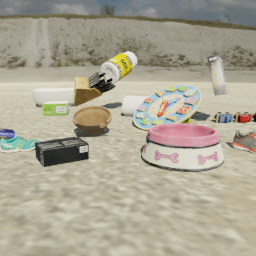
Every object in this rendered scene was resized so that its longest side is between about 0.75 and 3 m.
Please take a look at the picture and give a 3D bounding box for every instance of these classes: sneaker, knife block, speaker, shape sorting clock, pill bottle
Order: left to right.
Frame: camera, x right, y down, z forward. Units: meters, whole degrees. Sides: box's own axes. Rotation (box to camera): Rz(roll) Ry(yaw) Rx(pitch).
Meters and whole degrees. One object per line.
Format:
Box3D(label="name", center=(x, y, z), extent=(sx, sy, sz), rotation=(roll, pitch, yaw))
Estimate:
Box3D(label="sneaker", center=(-3.119, 0.446, 8.123), extent=(1.121, 0.446, 0.434), rotation=(-6, 18, -29))
Box3D(label="knife block", center=(-0.930, -1.043, 7.689), extent=(1.070, 0.390, 1.219), rotation=(2, -29, -16))
Box3D(label="pill bottle", center=(-0.429, -3.285, 14.960), extent=(1.160, 1.160, 2.031), rotation=(9, 37, 35))
Box3D(label="speaker", center=(1.049, -1.015, 13.562), extent=(2.583, 1.049, 1.049), rotation=(4, 13, 23))
Box3D(label="shape sorting clock", center=(1.534, -0.902, 11.304), extent=(2.913, 0.571, 2.913), rotation=(-18, 35, 14))
Box3D(label="sneaker", center=(3.689, 0.389, 7.996), extent=(1.498, 0.613, 0.577), rotation=(12, 17, 43))

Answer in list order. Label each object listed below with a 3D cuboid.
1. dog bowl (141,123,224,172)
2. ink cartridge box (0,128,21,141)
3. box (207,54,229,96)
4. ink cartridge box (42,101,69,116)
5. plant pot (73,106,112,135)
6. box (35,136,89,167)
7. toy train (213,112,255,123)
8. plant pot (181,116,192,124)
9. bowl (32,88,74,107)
Box3D(label="dog bowl", center=(1.441, 0.417, 7.445), extent=(2.171, 0.800, 2.171), rotation=(0, 13, 0))
Box3D(label="ink cartridge box", center=(-3.658, 0.270, 8.474), extent=(0.870, 0.207, 0.880), rotation=(4, -23, 15))
Box3D(label="box", center=(3.831, -2.191, 11.865), extent=(0.486, 1.592, 2.010), rotation=(-11, 3, 23))
Box3D(label="ink cartridge box", center=(-3.748, -1.082, 14.869), extent=(1.215, 0.623, 1.644), rotation=(-2, 11, -5))
Box3D(label="plant pot", center=(-1.281, -0.199, 10.174), extent=(1.392, 0.643, 1.392), rotation=(0, 36, 0))
Box3D(label="box", center=(-1.744, 0.593, 7.383), extent=(1.208, 0.476, 0.853), rotation=(-7, 17, -29))
Box3D(label="toy train", center=(5.081, -0.443, 12.421), extent=(2.622, 0.447, 0.600), rotation=(0, 24, -4))
Box3D(label="plant pot", center=(2.204, -0.652, 12.186), extent=(0.989, 0.898, 0.984), rotation=(-10, 16, -36))
Box3D(label="bowl", center=(-4.610, -1.986, 17.974), extent=(2.909, 1.087, 2.913), rotation=(-3, 13, -14))
